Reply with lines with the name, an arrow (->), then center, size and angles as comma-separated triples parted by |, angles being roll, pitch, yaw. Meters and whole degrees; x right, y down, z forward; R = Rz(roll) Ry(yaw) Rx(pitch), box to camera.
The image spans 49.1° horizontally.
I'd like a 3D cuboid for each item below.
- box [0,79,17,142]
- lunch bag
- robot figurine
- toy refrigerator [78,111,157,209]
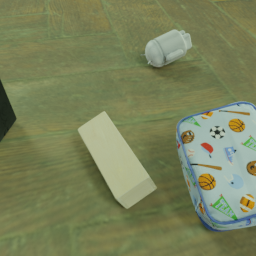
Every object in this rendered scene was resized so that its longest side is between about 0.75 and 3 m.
box -> -3.850, -0.547, 6.473 | 1.359, 2.187, 1.624 | 7, 46, 10
lunch bag -> 2.142, 0.749, 5.568 | 2.019, 0.952, 2.520 | -14, 59, 1
robot figurine -> 1.287, -2.653, 9.401 | 1.667, 0.941, 1.414 | -26, 37, -3
toy refrigerator -> -0.279, 0.655, 6.198 | 0.791, 0.729, 2.085 | -35, 53, -3
